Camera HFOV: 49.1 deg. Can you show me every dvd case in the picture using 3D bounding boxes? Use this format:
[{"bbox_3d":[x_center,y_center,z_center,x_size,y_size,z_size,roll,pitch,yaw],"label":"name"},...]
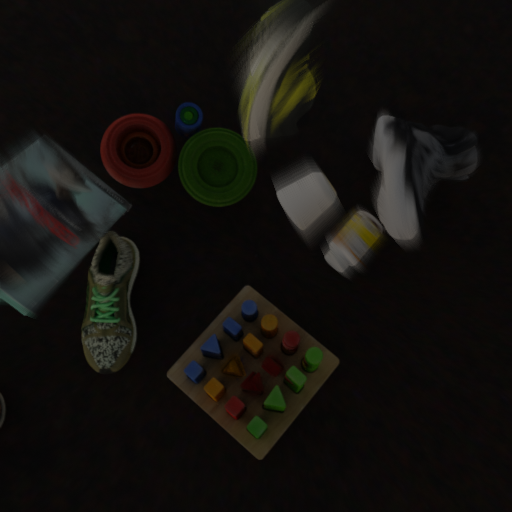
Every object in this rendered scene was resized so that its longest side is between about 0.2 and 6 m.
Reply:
[{"bbox_3d":[-2.897,-0.485,7.341,1.592,0.240,2.181,40,49,-5],"label":"dvd case"}]

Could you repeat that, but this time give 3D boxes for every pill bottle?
[{"bbox_3d":[1.432,-0.200,8.328,0.490,0.490,0.897,40,79,13],"label":"pill bottle"}]

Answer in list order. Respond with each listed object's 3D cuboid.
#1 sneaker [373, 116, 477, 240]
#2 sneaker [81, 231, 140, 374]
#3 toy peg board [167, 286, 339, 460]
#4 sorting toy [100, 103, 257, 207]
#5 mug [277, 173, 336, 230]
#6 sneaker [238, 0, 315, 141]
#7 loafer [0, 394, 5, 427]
[{"bbox_3d":[2.508,-1.221,8.124,1.447,0.960,2.543,1,44,4],"label":"sneaker"},{"bbox_3d":[-2.136,0.580,7.890,0.809,0.933,2.105,-2,70,-1],"label":"sneaker"},{"bbox_3d":[-0.036,1.479,7.606,1.755,0.862,1.763,39,74,13],"label":"toy peg board"},{"bbox_3d":[-1.177,-1.572,8.797,2.374,0.974,1.426,14,86,-7],"label":"sorting toy"},{"bbox_3d":[0.753,-0.840,7.900,0.673,0.820,0.656,-36,99,16],"label":"mug"},{"bbox_3d":[0.332,-1.990,6.128,0.766,1.811,0.674,-3,63,-20],"label":"sneaker"},{"bbox_3d":[-5.005,2.387,7.188,3.234,1.017,1.163,-14,71,-5],"label":"loafer"}]
